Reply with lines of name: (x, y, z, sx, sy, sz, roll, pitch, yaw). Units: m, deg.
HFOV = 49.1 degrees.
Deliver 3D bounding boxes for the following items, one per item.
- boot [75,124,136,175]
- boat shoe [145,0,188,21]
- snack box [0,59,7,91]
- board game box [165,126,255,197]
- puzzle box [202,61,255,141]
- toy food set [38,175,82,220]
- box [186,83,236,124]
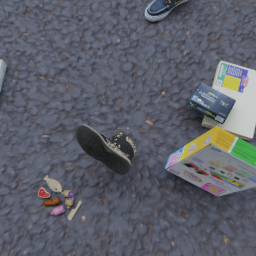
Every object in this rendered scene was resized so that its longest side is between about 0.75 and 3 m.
boot: (-0.593, 0.498, 8.731, 1.971, 1.484, 0.721, 36, 109, 4)
boat shoe: (1.675, -5.352, 11.313, 2.389, 1.084, 0.845, -37, 77, -10)
snack box: (-5.432, -1.738, 10.539, 1.264, 0.471, 1.777, 5, 73, 1)
board game box: (2.617, 1.125, 8.225, 2.115, 2.764, 0.557, 28, 63, -7)
puzzle box: (3.957, -1.066, 10.400, 1.807, 0.345, 2.717, 18, 74, 6)
toy food set: (-2.401, 2.378, 9.408, 1.564, 0.246, 0.994, 30, 75, 9)
box: (2.909, -0.887, 9.788, 1.424, 0.363, 1.123, 31, 52, 13)
